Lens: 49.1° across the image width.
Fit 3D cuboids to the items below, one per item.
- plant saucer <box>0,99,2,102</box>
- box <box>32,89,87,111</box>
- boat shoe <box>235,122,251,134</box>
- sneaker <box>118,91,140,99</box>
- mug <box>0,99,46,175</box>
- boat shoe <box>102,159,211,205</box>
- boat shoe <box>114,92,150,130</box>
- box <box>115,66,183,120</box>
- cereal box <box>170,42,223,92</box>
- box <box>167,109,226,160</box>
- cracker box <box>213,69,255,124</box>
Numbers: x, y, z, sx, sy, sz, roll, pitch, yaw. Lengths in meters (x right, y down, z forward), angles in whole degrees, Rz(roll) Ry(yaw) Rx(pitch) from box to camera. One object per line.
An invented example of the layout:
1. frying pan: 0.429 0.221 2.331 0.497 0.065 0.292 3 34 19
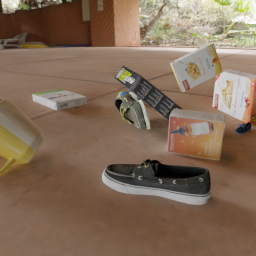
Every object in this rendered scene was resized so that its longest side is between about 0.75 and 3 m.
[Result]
1. plant saucer: -6.073 -0.848 11.893 1.834 0.336 1.834 0 21 0
2. box: -3.256 -1.378 13.254 1.625 0.409 2.252 -18 28 -40
3. boat shoe: 3.989 -0.031 9.729 0.364 0.297 0.866 18 27 40
4. sneaker: 0.343 -1.523 13.558 1.619 0.534 0.635 -10 36 -26
5. mug: -3.096 0.345 7.348 1.431 1.743 1.396 37 -6 -11
6. boat shoe: 0.596 1.048 6.225 2.475 0.701 0.849 7 21 18
7. boat shoe: 0.122 -0.597 10.300 0.865 1.034 2.892 -14 24 -6
8. box: 0.925 -1.021 9.793 2.694 0.596 2.159 34 8 -24
9. cereal box: 2.205 -1.935 9.005 1.459 1.050 0.288 -28 25 3
10. box: 1.954 0.155 8.020 1.480 1.127 0.787 7 21 19
11. cracker box: 4.451 -1.350 11.283 0.726 1.687 2.518 -6 21 -15
